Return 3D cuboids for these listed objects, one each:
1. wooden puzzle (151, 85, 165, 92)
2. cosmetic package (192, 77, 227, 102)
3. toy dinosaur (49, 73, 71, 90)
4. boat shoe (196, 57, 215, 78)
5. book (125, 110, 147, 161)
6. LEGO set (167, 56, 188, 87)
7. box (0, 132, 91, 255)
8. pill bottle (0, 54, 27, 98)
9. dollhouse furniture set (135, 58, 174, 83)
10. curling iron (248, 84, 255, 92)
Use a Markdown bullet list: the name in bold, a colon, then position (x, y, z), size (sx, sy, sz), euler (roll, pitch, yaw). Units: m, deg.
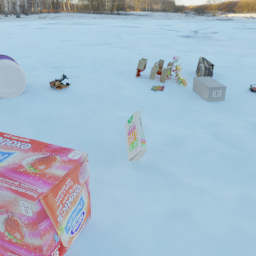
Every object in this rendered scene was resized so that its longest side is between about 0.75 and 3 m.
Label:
- **wooden puzzle**: position (1.301, -1.741, 12.249), size (0.533, 0.063, 0.899), euler (6, 26, 12)
- **cosmetic package**: position (3.258, -1.603, 11.331), size (0.790, 0.667, 1.478), euler (-4, 23, -9)
- **toy dinosaur**: position (-2.937, -1.883, 12.205), size (1.180, 0.603, 0.801), euler (36, 55, 23)
- **boat shoe**: position (3.898, -2.955, 14.100), size (0.810, 0.823, 2.210), euler (13, 36, 5)
- **book**: position (0.196, 0.199, 6.929), size (0.254, 0.707, 1.058), euler (6, 59, -24)
- **LEGO set**: position (2.222, -2.466, 12.982), size (0.642, 0.794, 1.725), euler (-6, 62, -6)
- **box**: position (-2.229, 1.058, 4.841), size (2.910, 1.493, 1.378), euler (12, 28, 20)
- **pill bottle**: position (-5.252, -2.303, 11.810), size (1.453, 1.453, 2.607), euler (-13, 29, -26)
- **dollhouse furniture set**: position (1.315, -2.771, 13.785), size (1.738, 0.905, 1.757), euler (18, 29, 10)
- **curling iron**: position (6.070, -1.427, 11.325), size (2.348, 0.300, 0.582), euler (21, 32, 37)
